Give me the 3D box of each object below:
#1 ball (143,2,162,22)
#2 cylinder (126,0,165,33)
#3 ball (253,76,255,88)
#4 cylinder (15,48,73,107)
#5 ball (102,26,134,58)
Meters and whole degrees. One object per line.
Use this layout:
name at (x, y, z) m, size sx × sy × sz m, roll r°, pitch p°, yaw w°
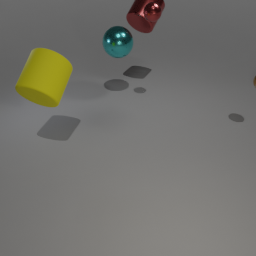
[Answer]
ball at (0.923, -4.363, 10.539) m, size 0.700 × 0.700 × 0.700 m, roll 0°, pitch 33°, yaw 0°
cylinder at (0.830, -5.478, 13.213) m, size 1.400 × 1.400 × 1.400 m, roll 22°, pitch 79°, yaw 30°
ball at (4.923, -1.696, 10.158) m, size 0.700 × 0.700 × 0.700 m, roll 0°, pitch 33°, yaw 0°
cylinder at (-2.668, -1.583, 8.991) m, size 1.400 × 1.400 × 1.400 m, roll 11°, pitch 71°, yaw 17°
ball at (-0.451, -3.867, 12.635) m, size 1.400 × 1.400 × 1.400 m, roll 0°, pitch 33°, yaw 0°
